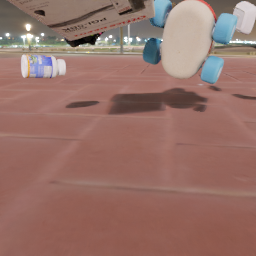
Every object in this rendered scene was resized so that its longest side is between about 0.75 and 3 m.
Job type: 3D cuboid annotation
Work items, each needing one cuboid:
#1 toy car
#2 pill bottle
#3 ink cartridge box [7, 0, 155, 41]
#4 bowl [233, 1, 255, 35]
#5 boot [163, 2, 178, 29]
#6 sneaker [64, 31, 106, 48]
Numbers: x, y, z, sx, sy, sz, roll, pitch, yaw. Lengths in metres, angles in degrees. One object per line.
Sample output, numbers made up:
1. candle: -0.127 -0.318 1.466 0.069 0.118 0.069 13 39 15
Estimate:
1. toy car: 1.998 -2.731 8.310 2.215 2.125 2.403 23 36 20
2. pill bottle: -2.482 -1.802 8.262 1.181 0.662 0.662 -5 18 -29
3. ink cartridge box: -0.709 -2.710 4.964 2.190 1.237 2.984 -13 2 10
4. bowl: 3.762 -3.628 9.240 0.347 0.929 0.927 -6 39 -15
5. boot: 1.747 -3.484 9.049 1.626 0.788 0.608 -8 51 -44
6. sneaker: -0.783 -2.671 7.123 2.349 0.867 1.028 -11 47 37
